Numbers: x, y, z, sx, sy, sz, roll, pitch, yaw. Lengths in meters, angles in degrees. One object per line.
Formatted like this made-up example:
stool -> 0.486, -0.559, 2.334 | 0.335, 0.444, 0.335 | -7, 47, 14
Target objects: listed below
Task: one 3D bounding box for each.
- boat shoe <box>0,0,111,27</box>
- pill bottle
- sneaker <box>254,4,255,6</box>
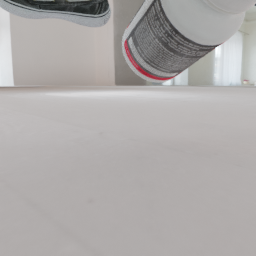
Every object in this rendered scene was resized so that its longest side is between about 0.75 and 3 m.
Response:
boat shoe -> -1.427, -2.550, 5.210 | 2.327, 0.839, 0.825 | 11, -33, 7
pill bottle -> 1.032, -1.980, 5.006 | 1.549, 1.549, 2.798 | -4, -9, -21
sneaker -> 3.557, -3.972, 8.252 | 1.425, 0.797, 0.521 | 22, 67, 40
